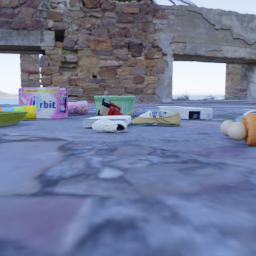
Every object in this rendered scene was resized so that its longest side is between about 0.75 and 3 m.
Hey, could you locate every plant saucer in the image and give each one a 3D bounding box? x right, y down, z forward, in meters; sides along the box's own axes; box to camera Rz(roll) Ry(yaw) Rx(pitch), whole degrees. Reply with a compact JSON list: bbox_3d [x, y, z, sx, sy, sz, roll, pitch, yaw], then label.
[{"bbox_3d":[-4.769,-0.301,9.482,1.972,0.472,1.969,2,6,13],"label":"plant saucer"}]

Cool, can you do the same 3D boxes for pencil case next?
[{"bbox_3d":[-3.211,-1.130,15.532,1.999,0.874,0.874,-3,6,-31],"label":"pencil case"}]

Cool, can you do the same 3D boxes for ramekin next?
[{"bbox_3d":[-0.672,-1.116,14.455,2.151,1.050,2.151,0,6,0],"label":"ramekin"}]

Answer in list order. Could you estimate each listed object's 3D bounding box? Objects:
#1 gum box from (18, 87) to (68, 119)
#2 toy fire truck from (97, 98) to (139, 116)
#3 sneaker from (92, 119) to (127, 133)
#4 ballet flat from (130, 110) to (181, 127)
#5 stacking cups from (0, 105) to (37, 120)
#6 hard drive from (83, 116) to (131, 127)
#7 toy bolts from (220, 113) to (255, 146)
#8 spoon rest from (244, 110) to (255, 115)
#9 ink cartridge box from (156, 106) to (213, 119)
[{"bbox_3d":[-4.004,-1.200,13.351,2.548,1.446,0.843,3,7,26],"label":"gum box"},{"bbox_3d":[-0.447,-0.750,12.391,1.587,1.021,1.397,22,9,-9],"label":"toy fire truck"},{"bbox_3d":[-0.470,-0.042,7.582,0.979,0.382,0.487,-2,10,-14],"label":"sneaker"},{"bbox_3d":[0.928,-0.345,9.544,1.742,0.549,0.598,1,6,12],"label":"ballet flat"},{"bbox_3d":[-4.979,-0.634,11.656,2.252,0.681,0.681,-2,6,-17],"label":"stacking cups"},{"bbox_3d":[-0.632,-0.247,9.575,1.356,0.274,2.056,-1,5,4],"label":"hard drive"},{"bbox_3d":[2.508,-0.243,5.934,0.997,1.373,1.437,-5,-13,9],"label":"toy bolts"},{"bbox_3d":[5.227,-0.436,10.732,1.630,0.494,0.810,0,6,5],"label":"spoon rest"},{"bbox_3d":[2.656,-0.773,13.719,1.398,0.551,2.811,-3,8,-24],"label":"ink cartridge box"}]
